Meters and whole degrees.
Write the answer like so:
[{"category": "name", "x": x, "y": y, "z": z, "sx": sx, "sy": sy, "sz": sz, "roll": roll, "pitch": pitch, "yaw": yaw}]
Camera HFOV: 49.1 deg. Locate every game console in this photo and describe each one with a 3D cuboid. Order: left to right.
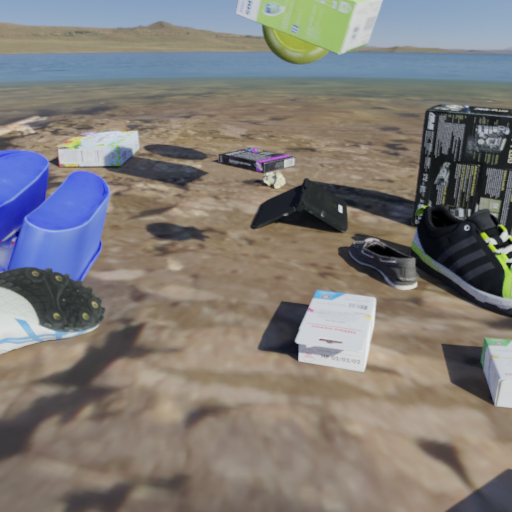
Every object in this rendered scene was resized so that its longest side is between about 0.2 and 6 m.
[{"category": "game console", "x": 0.890, "y": -0.790, "z": 10.777, "sx": 1.497, "sy": 0.991, "sz": 1.702, "roll": 30, "pitch": 23, "yaw": -5}]

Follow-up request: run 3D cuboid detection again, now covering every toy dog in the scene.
[{"category": "toy dog", "x": 0.383, "y": -1.791, "z": 13.019, "sx": 0.524, "sy": 0.365, "sz": 0.508, "roll": 17, "pitch": 18, "yaw": 38}]

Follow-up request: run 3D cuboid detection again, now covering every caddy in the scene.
[{"category": "caddy", "x": -3.285, "y": -0.378, "z": 8.087, "sx": 1.968, "sy": 1.461, "sz": 2.784, "roll": 19, "pitch": 25, "yaw": -7}]

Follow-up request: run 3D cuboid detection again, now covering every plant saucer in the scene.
[{"category": "plant saucer", "x": 0.899, "y": -4.652, "z": 11.175, "sx": 1.573, "sy": 1.573, "sz": 0.244, "roll": 0, "pitch": 8, "yaw": 0}]

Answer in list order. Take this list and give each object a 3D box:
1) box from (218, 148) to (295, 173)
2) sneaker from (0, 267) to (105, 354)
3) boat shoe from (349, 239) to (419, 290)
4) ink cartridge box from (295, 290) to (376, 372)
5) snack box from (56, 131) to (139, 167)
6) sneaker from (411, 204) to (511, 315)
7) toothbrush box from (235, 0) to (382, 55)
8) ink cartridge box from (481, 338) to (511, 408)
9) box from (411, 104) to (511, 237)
[{"category": "box", "x": 0.004, "y": -2.583, "z": 15.049, "sx": 1.719, "sy": 0.310, "sz": 1.229, "roll": 21, "pitch": 30, "yaw": 40}, {"category": "sneaker", "x": -2.955, "y": 0.728, "z": 6.174, "sx": 2.572, "sy": 0.932, "sz": 0.924, "roll": -4, "pitch": 57, "yaw": -40}, {"category": "boat shoe", "x": 1.919, "y": -0.015, "z": 8.431, "sx": 0.547, "sy": 0.466, "sz": 1.637, "roll": -7, "pitch": 23, "yaw": -17}, {"category": "ink cartridge box", "x": 0.901, "y": 0.872, "z": 6.267, "sx": 0.735, "sy": 0.433, "sz": 1.277, "roll": 6, "pitch": 23, "yaw": 16}, {"category": "snack box", "x": -4.357, "y": -3.024, "z": 15.704, "sx": 1.665, "sy": 0.620, "sz": 2.341, "roll": 0, "pitch": 22, "yaw": 1}, {"category": "sneaker", "x": 3.098, "y": -0.065, "z": 7.696, "sx": 0.954, "sy": 1.102, "sz": 2.661, "roll": -13, "pitch": 25, "yaw": -29}, {"category": "toothbrush box", "x": 0.845, "y": -3.930, "z": 8.811, "sx": 1.863, "sy": 0.802, "sz": 1.356, "roll": 28, "pitch": 35, "yaw": 15}, {"category": "ink cartridge box", "x": 2.641, "y": 1.178, "z": 5.631, "sx": 0.579, "sy": 0.348, "sz": 0.796, "roll": 3, "pitch": 21, "yaw": 10}, {"category": "box", "x": 3.821, "y": -1.481, "z": 9.825, "sx": 1.750, "sy": 2.136, "sz": 0.920, "roll": 14, "pitch": 26, "yaw": 31}]
